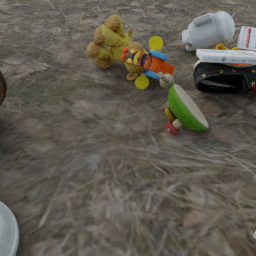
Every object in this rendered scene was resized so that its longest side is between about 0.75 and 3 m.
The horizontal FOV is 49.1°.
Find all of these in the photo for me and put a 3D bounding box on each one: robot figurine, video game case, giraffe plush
[{"bbox_3d":[3.043,-3.556,10.413,2.018,1.712,1.140,-14,63,32],"label":"robot figurine"},{"bbox_3d":[2.848,-2.014,7.834,1.692,0.220,1.858,4,21,7],"label":"video game case"},{"bbox_3d":[-0.061,-2.513,9.513,1.707,1.816,2.104,41,19,25],"label":"giraffe plush"}]

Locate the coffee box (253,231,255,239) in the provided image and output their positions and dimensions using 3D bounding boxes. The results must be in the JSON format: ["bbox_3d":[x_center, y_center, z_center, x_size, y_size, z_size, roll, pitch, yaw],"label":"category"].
[{"bbox_3d":[3.574,1.334,4.661,1.818,1.821,1.801,32,50,31],"label":"coffee box"}]

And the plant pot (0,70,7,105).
[{"bbox_3d":[-4.196,-0.280,6.243,2.472,2.472,2.447,-5,49,-6],"label":"plant pot"}]

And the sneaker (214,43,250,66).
[{"bbox_3d":[3.763,-2.291,9.612,0.750,0.793,2.056,-30,51,-31],"label":"sneaker"}]

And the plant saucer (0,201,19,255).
[{"bbox_3d":[-3.323,1.776,4.443,2.950,0.740,2.950,5,26,-3],"label":"plant saucer"}]

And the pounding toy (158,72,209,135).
[{"bbox_3d":[1.230,-0.519,7.448,1.855,0.861,1.432,53,21,3],"label":"pounding toy"}]

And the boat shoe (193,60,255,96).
[{"bbox_3d":[3.487,-1.395,8.437,3.005,1.099,0.941,7,56,5],"label":"boat shoe"}]

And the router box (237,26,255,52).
[{"bbox_3d":[5.223,-3.136,10.746,1.963,0.534,2.187,15,43,16],"label":"router box"}]

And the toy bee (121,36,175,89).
[{"bbox_3d":[0.541,-2.136,8.586,1.325,2.437,1.595,26,81,23],"label":"toy bee"}]
